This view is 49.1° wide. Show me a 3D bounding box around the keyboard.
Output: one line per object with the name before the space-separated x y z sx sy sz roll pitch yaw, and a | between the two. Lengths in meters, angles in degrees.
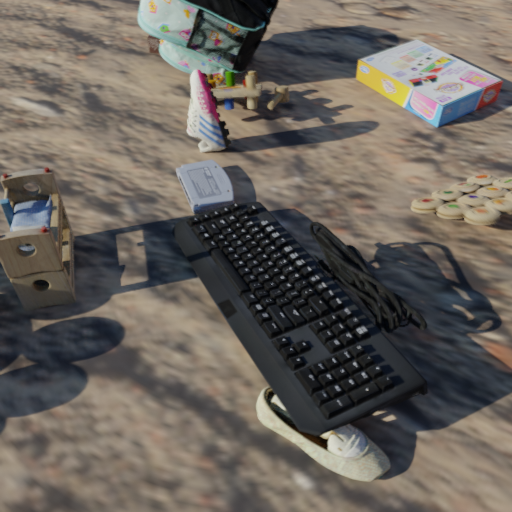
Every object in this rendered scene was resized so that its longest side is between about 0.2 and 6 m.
keyboard | 0.596 0.253 8.096 2.423 0.923 4.656 -16 42 -23

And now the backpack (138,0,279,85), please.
backpack | -1.281 -5.661 13.194 2.927 2.244 2.573 27 47 -13

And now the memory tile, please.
memory tile | 3.919 -1.028 9.696 2.121 0.178 1.626 -22 26 -30

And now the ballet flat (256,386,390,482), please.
ballet flat | 0.777 2.142 6.809 1.791 0.559 0.604 21 46 19

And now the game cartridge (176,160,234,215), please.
game cartridge | -0.917 -1.301 10.456 0.868 0.264 1.302 -16 49 -12

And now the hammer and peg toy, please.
hammer and peg toy | -0.279 -3.587 12.077 1.963 0.692 1.444 -2 23 4

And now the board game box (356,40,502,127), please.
board game box | 3.962 -4.095 13.041 2.010 0.530 2.627 -26 50 -23

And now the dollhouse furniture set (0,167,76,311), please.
dollhouse furniture set | -4.008 -0.146 8.400 2.188 1.533 1.542 -10 46 -10

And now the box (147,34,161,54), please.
box | -2.352 -5.471 14.497 0.857 0.429 0.321 9 47 10

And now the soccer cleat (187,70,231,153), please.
soccer cleat | -1.062 -2.706 10.833 0.774 1.792 0.626 -16 48 5
